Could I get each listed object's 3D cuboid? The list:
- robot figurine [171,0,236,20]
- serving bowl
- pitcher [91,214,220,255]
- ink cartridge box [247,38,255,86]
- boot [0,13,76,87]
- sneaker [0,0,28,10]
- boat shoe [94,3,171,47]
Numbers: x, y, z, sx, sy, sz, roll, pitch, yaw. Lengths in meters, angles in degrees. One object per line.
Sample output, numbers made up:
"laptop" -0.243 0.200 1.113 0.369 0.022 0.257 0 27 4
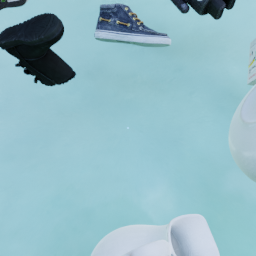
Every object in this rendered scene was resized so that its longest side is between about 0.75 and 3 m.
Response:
"robot figurine" 1.901 -3.687 7.148 1.430 1.187 1.903 -33 78 -35
"serving bowl" 2.551 -0.288 4.626 0.807 2.455 2.455 34 63 -12
"pitcher" 0.097 1.708 3.581 1.673 1.435 1.014 -35 55 31
"ink cartridge box" 3.468 -1.622 6.667 0.846 0.850 1.158 10 78 -4
"boot" -1.588 -1.441 5.595 1.755 1.438 0.649 0 62 32
"sneaker" -2.687 -2.701 5.938 1.220 0.460 0.702 -6 26 -3
"boat shoe" 0.127 -2.402 6.532 1.859 0.658 0.844 10 99 10
